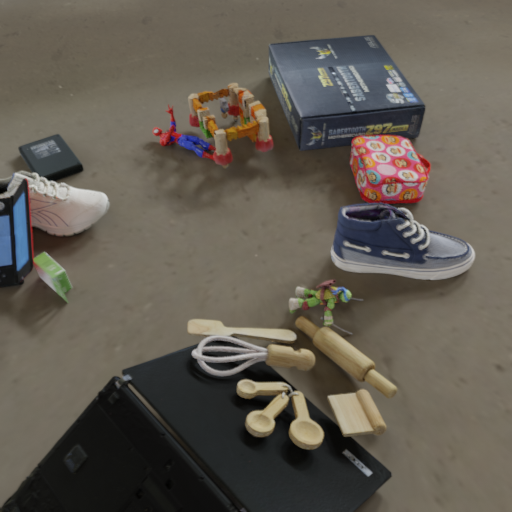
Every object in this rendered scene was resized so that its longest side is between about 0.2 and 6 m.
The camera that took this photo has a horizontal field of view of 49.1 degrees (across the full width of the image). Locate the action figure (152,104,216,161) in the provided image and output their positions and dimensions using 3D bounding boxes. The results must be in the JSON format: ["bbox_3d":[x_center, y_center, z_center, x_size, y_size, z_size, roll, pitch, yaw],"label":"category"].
[{"bbox_3d":[-1.551,-2.703,12.263,1.752,0.867,0.572,17,48,20],"label":"action figure"}]

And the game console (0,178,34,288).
[{"bbox_3d":[-4.353,-0.348,9.400,1.391,0.958,1.614,-8,75,-6],"label":"game console"}]

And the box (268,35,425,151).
[{"bbox_3d":[2.004,-4.039,13.467,2.861,0.925,3.628,-8,46,-6],"label":"box"}]

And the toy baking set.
[{"bbox_3d":[0.446,1.516,7.923,2.347,0.356,3.058,-9,35,-37],"label":"toy baking set"}]

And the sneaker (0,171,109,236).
[{"bbox_3d":[-4.012,-1.016,10.413,2.480,1.080,0.924,-1,45,-3],"label":"sneaker"}]

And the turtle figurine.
[{"bbox_3d":[1.107,0.839,9.081,0.992,1.023,0.736,0,66,28],"label":"turtle figurine"}]

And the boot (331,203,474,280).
[{"bbox_3d":[2.594,-0.287,9.640,2.518,1.137,0.916,0,46,0],"label":"boot"}]

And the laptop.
[{"bbox_3d":[-0.746,2.994,7.013,3.156,1.839,3.562,36,83,31],"label":"laptop"}]

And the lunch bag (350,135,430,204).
[{"bbox_3d":[2.773,-1.802,11.432,1.511,0.703,1.715,-3,46,-3],"label":"lunch bag"}]

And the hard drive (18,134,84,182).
[{"bbox_3d":[-4.426,-2.089,12.053,0.950,0.224,1.362,-25,51,-23],"label":"hard drive"}]

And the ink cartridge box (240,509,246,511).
[{"bbox_3d":[0.466,3.163,6.708,1.131,0.477,0.819,-26,50,-24],"label":"ink cartridge box"}]

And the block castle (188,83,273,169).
[{"bbox_3d":[-0.582,-2.863,12.338,1.368,0.960,2.047,-20,47,-13],"label":"block castle"}]

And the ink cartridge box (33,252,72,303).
[{"bbox_3d":[-3.389,0.364,9.478,0.887,0.460,0.263,34,57,29],"label":"ink cartridge box"}]
